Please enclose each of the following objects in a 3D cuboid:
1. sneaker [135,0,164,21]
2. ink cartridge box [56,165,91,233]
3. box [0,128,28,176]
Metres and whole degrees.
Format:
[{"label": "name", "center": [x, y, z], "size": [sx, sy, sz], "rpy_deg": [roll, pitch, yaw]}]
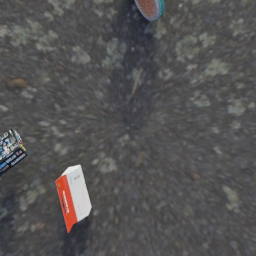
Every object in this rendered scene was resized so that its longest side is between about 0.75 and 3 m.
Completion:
[{"label": "sneaker", "center": [0.639, -4.311, 7.821], "size": [1.047, 0.935, 2.620], "rpy_deg": [-17, 88, -27]}, {"label": "ink cartridge box", "center": [-1.188, 1.528, 6.327], "size": [0.400, 1.402, 1.140], "rpy_deg": [-14, 93, -4]}, {"label": "box", "center": [-2.906, 0.590, 6.448], "size": [1.005, 1.264, 0.291], "rpy_deg": [-39, 124, -12]}]
